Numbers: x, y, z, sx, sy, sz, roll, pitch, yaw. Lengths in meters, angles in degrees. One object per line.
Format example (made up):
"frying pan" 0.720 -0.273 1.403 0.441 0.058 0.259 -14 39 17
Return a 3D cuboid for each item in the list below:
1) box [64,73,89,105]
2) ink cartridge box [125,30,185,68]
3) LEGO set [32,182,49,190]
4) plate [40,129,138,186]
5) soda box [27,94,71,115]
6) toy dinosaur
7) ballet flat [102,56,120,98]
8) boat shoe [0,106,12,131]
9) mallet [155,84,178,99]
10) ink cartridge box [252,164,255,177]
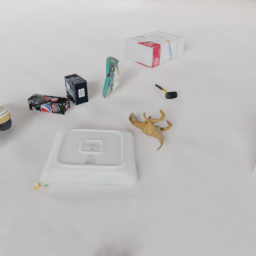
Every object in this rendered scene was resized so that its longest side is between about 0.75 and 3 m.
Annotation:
"box" -2.214 -1.670 12.042 0.628 1.013 0.996 -20 38 -28
"ink cartridge box" 1.570 -4.703 16.403 2.963 1.268 2.187 -27 42 -37
"LEGO set" -2.136 1.452 8.019 0.532 0.431 1.157 -14 24 44
"plate" -1.106 0.723 8.736 2.720 0.441 2.726 3 31 -4
"soda box" -3.208 -0.973 11.385 1.631 0.517 0.577 8 35 15
"toy dinosaur" 0.945 0.078 9.881 1.332 0.757 2.508 -36 36 -12
"ballet flat" -0.696 -2.246 12.551 0.739 1.990 0.739 6 -10 1
"boat shoe" -5.004 -0.396 10.365 0.955 0.796 2.559 -35 31 -32
"mallet" 1.593 -1.694 12.779 0.521 0.325 1.581 -13 31 -28
"ink cartridge box" 4.737 0.956 7.548 2.146 1.571 0.921 25 41 33
